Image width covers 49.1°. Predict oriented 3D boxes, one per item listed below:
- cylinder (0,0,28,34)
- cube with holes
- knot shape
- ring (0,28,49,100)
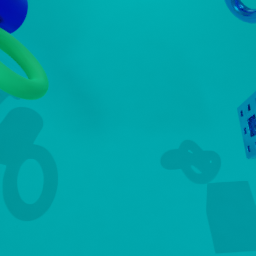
[{"bbox_3d":[-2.680,-2.479,5.308,1.098,1.098,1.098,-1,86,15],"label":"cylinder"},{"bbox_3d":[2.663,-0.077,4.858,1.017,1.017,1.017,-5,75,0],"label":"cube with holes"},{"bbox_3d":[2.079,-2.499,4.413,1.445,1.545,0.714,-19,44,38],"label":"knot shape"},{"bbox_3d":[-2.121,-1.196,4.909,0.348,1.740,1.740,-40,68,14],"label":"ring"}]
